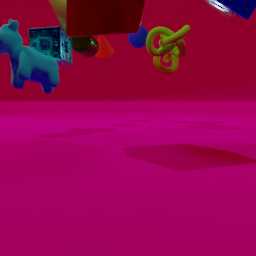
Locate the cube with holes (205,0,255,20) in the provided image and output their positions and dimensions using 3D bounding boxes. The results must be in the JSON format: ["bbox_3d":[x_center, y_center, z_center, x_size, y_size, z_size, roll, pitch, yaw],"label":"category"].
[{"bbox_3d":[1.810,-2.538,4.816,0.891,0.891,0.891,24,24,-12],"label":"cube with holes"}]

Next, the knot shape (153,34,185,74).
[{"bbox_3d":[1.512,-2.763,10.521,0.745,1.509,1.613,14,-4,32],"label":"knot shape"}]

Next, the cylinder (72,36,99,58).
[{"bbox_3d":[-1.471,-2.867,9.583,0.753,0.753,0.753,2,-1,15],"label":"cylinder"}]

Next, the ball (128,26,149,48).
[{"bbox_3d":[0.426,-3.572,11.013,0.833,0.833,0.833,0,6,0],"label":"ball"}]

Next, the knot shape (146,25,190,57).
[{"bbox_3d":[1.246,-2.760,9.000,1.355,0.669,1.448,-3,-18,-7],"label":"knot shape"}]

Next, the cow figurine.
[{"bbox_3d":[-2.566,-1.819,7.139,1.703,1.676,0.935,7,-24,-36],"label":"cow figurine"}]

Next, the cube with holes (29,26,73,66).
[{"bbox_3d":[-2.223,-2.345,8.167,0.914,0.914,0.914,-1,5,9],"label":"cube with holes"}]

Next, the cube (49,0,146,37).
[{"bbox_3d":[-0.533,-2.468,4.667,1.320,1.320,1.320,-11,51,-23],"label":"cube"}]

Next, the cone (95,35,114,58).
[{"bbox_3d":[-1.029,-3.429,11.220,0.875,0.878,0.875,-3,51,3],"label":"cone"}]
